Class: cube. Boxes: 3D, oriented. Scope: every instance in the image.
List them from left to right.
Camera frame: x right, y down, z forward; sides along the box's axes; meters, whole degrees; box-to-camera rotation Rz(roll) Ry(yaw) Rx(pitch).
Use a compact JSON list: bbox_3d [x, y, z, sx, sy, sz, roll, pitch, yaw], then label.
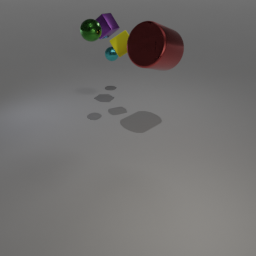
[{"bbox_3d":[-0.903,-4.046,11.120,0.700,0.700,0.700,-27,8,35],"label":"cube"}]

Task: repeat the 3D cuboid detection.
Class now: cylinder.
[{"bbox_3d":[-0.196,-3.040,10.114,0.700,0.700,0.700,-31,29,8],"label":"cylinder"},{"bbox_3d":[0.903,-2.607,9.067,1.400,1.400,1.400,19,17,31],"label":"cylinder"}]

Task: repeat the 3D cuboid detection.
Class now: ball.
[{"bbox_3d":[-1.195,-3.149,9.033,0.700,0.700,0.700,0,29,0],"label":"ball"},{"bbox_3d":[-0.807,-3.695,13.980,0.700,0.700,0.700,0,29,0],"label":"ball"}]
